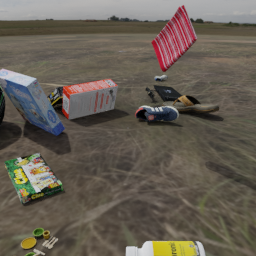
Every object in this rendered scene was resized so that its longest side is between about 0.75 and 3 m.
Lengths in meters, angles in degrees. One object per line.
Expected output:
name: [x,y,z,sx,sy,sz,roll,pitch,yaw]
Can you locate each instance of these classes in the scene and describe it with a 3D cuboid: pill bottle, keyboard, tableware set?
pill bottle: [0.608,2.270,4.674,1.279,0.712,0.712,-1,24,1]
keyboard: [1.730,-1.804,14.342,1.820,0.295,2.864,5,18,-7]
tableware set: [-1.842,2.279,5.366,0.618,0.141,0.917,12,27,25]

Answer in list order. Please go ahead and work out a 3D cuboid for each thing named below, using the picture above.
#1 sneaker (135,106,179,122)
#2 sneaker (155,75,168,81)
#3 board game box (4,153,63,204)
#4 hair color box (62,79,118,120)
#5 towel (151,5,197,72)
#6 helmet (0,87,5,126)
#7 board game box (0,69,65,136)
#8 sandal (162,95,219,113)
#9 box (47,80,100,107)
sneaker: [1.101,-0.487,11.138,1.765,0.662,0.746,3,22,30]
sneaker: [2.077,-3.064,17.492,0.823,0.317,0.351,-5,33,7]
board game box: [-2.605,1.277,7.575,1.045,0.234,1.994,-17,28,-29]
hair color box: [-1.613,-1.252,11.911,2.255,1.250,0.721,-15,45,-32]
towel: [1.184,-2.334,7.498,0.170,1.096,1.516,-7,-18,-29]
helmet: [-5.693,-0.910,10.143,2.537,2.537,2.419,-3,41,-7]
board game box: [-3.554,-0.932,10.117,2.248,2.237,0.488,20,54,37]
sandal: [2.694,-1.077,12.191,2.539,0.693,1.037,8,20,41]
box: [-2.431,-1.545,12.711,2.156,0.532,1.721,-17,0,-34]
